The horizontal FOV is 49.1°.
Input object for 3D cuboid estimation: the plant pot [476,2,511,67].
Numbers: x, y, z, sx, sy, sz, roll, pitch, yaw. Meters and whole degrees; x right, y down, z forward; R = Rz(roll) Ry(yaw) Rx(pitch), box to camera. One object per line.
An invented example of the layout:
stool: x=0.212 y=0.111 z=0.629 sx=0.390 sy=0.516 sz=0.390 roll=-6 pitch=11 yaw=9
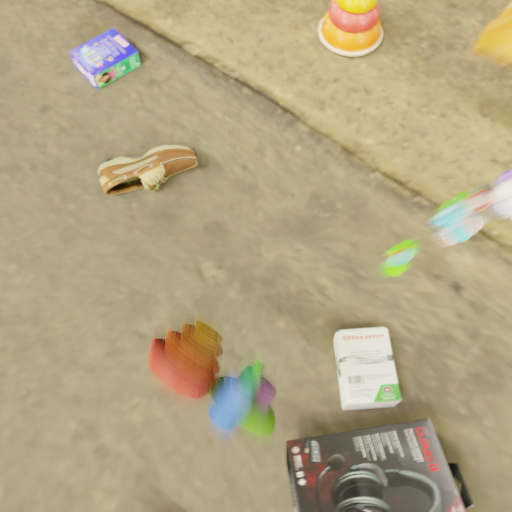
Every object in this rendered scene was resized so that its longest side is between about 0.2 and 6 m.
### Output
plant pot: x=4.107 y=-3.281 z=7.817 sx=1.504 sy=1.377 sz=1.504 roll=18 pitch=24 yaw=-8

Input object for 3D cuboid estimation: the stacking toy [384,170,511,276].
stacking toy: x=3.153 y=-0.629 z=7.733 sx=1.985 sy=2.633 sz=0.619 roll=-34 pitch=88 yaw=-39

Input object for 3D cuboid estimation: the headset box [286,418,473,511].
headset box: x=1.753 y=3.427 z=7.860 sx=2.430 sy=0.938 sz=1.808 roll=-8 pitch=48 yaw=-3

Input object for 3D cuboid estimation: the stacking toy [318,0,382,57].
stacking toy: x=2.143 y=-5.464 z=12.003 sx=1.453 sy=1.989 sz=1.453 roll=0 pitch=62 yaw=0

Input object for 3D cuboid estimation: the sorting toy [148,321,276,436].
sorting toy: x=-0.275 y=1.222 z=5.795 sx=0.697 sy=1.698 sz=1.020 roll=-54 pitch=28 yaw=4

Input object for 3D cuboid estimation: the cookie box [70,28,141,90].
cookie box: x=-3.298 y=-4.330 z=12.296 sx=1.151 sy=0.433 sz=0.985 roll=-36 pitch=69 yaw=-17

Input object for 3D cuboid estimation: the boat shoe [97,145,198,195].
boat shoe: x=-2.067 y=-1.580 z=10.804 sx=1.950 sy=0.738 sz=0.720 roll=-12 pitch=69 yaw=3

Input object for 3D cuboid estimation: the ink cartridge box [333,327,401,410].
ink cartridge box: x=1.779 y=1.834 z=9.125 sx=0.890 sy=0.504 sz=1.214 roll=-3 pitch=63 yaw=-1
